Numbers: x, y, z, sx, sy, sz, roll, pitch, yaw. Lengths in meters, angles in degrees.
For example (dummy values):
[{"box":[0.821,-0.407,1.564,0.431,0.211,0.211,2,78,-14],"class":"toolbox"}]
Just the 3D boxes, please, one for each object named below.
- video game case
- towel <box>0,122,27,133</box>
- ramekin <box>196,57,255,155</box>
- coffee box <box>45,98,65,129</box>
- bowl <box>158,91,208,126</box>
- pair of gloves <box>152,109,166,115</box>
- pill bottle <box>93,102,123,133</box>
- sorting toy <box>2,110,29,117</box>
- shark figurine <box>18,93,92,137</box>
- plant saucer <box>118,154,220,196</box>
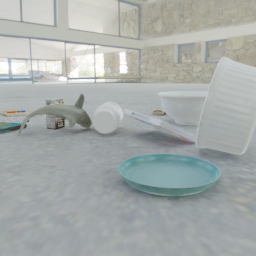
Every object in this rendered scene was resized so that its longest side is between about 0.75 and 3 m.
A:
[{"box":[0.836,-0.078,7.471,1.343,0.164,1.878,22,1,-31],"class":"video game case"},{"box":[-4.101,-0.036,8.861,1.454,0.158,1.066,3,10,24],"class":"towel"},{"box":[2.235,-0.411,5.994,0.990,2.031,2.031,17,17,20],"class":"ramekin"},{"box":[-2.324,-0.468,8.962,0.374,0.937,0.536,4,12,21],"class":"coffee box"},{"box":[2.239,-0.703,9.820,2.382,1.071,2.382,0,12,0],"class":"bowl"},{"box":[1.856,-0.719,12.001,1.535,0.269,1.305,5,12,27],"class":"pair of gloves"},{"box":[-0.609,-0.299,8.395,0.831,0.831,1.453,1,11,4],"class":"pill bottle"},{"box":[-4.986,-0.656,11.832,1.364,0.201,1.008,-7,13,-32],"class":"sorting toy"},{"box":[-1.955,-0.283,8.024,2.197,1.313,0.917,0,49,-25],"class":"shark figurine"},{"box":[0.657,0.754,4.626,1.643,0.225,1.643,0,10,0],"class":"plant saucer"}]
